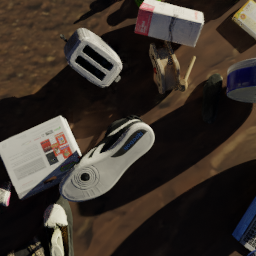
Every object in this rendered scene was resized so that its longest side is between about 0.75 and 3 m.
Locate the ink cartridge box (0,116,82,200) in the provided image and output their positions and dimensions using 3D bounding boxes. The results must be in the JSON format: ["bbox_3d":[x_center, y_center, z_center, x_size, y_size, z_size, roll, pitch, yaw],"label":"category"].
[{"bbox_3d":[-2.690,0.948,8.937,2.172,0.911,1.907,-24,86,-3],"label":"ink cartridge box"}]

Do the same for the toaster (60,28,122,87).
[{"bbox_3d":[-1.136,-2.219,8.766,2.131,1.376,1.211,35,104,-28],"label":"toaster"}]

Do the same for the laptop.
[{"bbox_3d":[4.308,2.918,8.480,2.107,1.221,1.973,36,83,5],"label":"laptop"}]

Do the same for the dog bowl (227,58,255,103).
[{"bbox_3d":[4.200,-1.410,8.712,2.143,2.143,0.844,7,84,1],"label":"dog bowl"}]

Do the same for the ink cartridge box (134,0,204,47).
[{"bbox_3d":[1.379,-3.527,9.335,2.045,0.847,1.499,15,36,2],"label":"ink cartridge box"}]

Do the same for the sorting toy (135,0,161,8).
[{"bbox_3d":[0.599,-5.303,10.028,1.168,0.798,1.944,-4,81,-1],"label":"sorting toy"}]

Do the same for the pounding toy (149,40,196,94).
[{"bbox_3d":[1.541,-1.933,9.365,1.247,1.243,2.174,-13,62,-2],"label":"pounding toy"}]

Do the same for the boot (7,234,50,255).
[{"bbox_3d":[-2.958,4.204,8.606,1.117,0.543,1.484,-26,78,-5],"label":"boot"}]

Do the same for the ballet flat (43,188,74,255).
[{"bbox_3d":[-2.120,3.150,8.612,0.873,0.878,2.567,-14,81,-1],"label":"ballet flat"}]

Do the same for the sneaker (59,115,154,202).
[{"bbox_3d":[-0.647,0.802,8.034,2.952,1.651,1.079,-37,110,0],"label":"sneaker"}]

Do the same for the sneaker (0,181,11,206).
[{"bbox_3d":[-3.908,1.979,8.611,0.524,1.197,0.442,11,105,-22],"label":"sneaker"}]

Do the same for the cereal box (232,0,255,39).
[{"bbox_3d":[4.556,-3.868,10.067,0.948,0.260,1.317,-44,83,-7],"label":"cereal box"}]

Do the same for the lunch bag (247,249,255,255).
[{"bbox_3d":[4.878,4.716,8.256,2.137,1.008,2.667,-24,85,-9],"label":"lunch bag"}]

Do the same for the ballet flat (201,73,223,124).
[{"bbox_3d":[2.851,-1.024,9.587,0.609,0.521,1.833,8,74,29],"label":"ballet flat"}]
